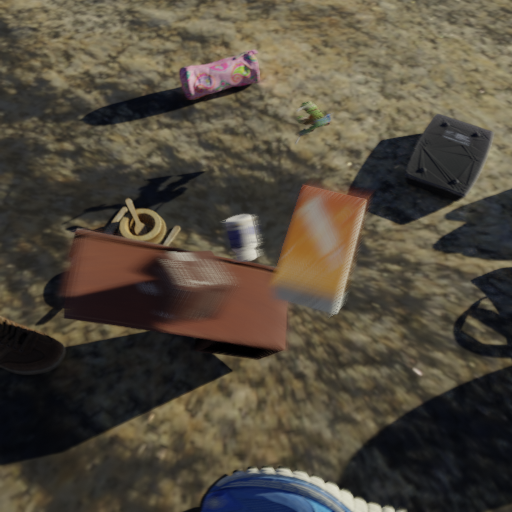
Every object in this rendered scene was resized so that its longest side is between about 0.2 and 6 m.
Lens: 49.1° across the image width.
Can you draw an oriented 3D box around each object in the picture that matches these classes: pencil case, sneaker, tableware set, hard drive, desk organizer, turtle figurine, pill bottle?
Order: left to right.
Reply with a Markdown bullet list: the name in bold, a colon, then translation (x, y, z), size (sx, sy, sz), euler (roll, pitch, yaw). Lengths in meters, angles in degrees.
- **sneaker**: translation (-3.983, 1.293, 8.678), size (1.991, 0.752, 0.701), euler (11, 55, 8)
- **tableware set**: translation (-2.340, -0.145, 9.924), size (1.302, 0.395, 1.970), euler (19, 57, 13)
- **desk organizer**: translation (-1.130, 0.642, 8.023), size (3.106, 1.114, 1.196), euler (11, 68, -19)
- **pencil case**: translation (-0.798, -4.048, 12.491), size (1.797, 0.786, 0.786), euler (-19, 57, -12)
- **pill bottle**: translation (-0.186, -0.234, 7.581), size (0.351, 0.586, 0.351), euler (-11, 17, 3)
- **turtle figurine**: translation (0.929, -2.648, 10.714), size (0.834, 0.600, 0.809), euler (-25, 29, -1)
- **sneaker**: translation (0.788, 3.583, 6.741), size (3.217, 1.264, 1.434), euler (15, 53, 10)
- **hard drive**: translation (3.844, -1.960, 11.207), size (1.346, 0.422, 1.996), euler (24, 58, 16)

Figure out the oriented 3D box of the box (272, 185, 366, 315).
- **box**: translation (0.769, -0.077, 6.812), size (0.821, 0.643, 1.319), euler (14, 69, 9)

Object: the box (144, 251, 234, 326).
- **box**: translation (-0.766, 0.353, 6.364), size (0.715, 0.587, 0.593), euler (-4, 47, -44)
